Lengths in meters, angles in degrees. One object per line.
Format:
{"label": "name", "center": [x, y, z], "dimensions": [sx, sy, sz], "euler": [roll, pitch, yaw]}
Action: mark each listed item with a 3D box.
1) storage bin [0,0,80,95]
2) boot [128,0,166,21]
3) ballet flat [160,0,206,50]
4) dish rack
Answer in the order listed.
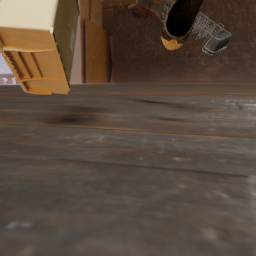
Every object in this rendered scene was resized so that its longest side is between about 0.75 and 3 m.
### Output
{"label": "storage bin", "center": [-2.223, -2.813, 7.504], "dimensions": [1.380, 2.944, 2.923], "euler": [3, -22, -2]}
{"label": "boot", "center": [0.963, -4.682, 11.497], "dimensions": [1.830, 0.631, 1.964], "euler": [27, 4, -14]}
{"label": "ballet flat", "center": [1.220, -2.579, 6.132], "dimensions": [0.823, 0.704, 2.478], "euler": [7, -28, -6]}
{"label": "dish rack", "center": [2.402, -3.576, 9.714], "dimensions": [2.406, 0.656, 1.846], "euler": [42, 38, 12]}
